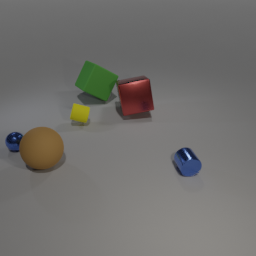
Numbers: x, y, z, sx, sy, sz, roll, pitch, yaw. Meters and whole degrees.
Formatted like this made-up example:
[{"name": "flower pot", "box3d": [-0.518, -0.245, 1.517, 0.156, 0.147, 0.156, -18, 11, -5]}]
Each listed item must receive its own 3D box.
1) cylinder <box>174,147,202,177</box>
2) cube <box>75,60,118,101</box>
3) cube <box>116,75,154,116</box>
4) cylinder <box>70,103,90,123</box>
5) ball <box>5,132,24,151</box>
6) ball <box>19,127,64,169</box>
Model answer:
[{"name": "cylinder", "box3d": [1.938, 1.102, 9.118, 0.700, 0.700, 0.700, -5, 29, -10]}, {"name": "cube", "box3d": [-1.588, -2.362, 13.996, 1.400, 1.400, 1.400, 22, 8, -33]}, {"name": "cube", "box3d": [0.296, -1.499, 12.708, 1.400, 1.400, 1.400, -12, 18, -3]}, {"name": "cylinder", "box3d": [-2.039, -0.626, 11.868, 0.700, 0.700, 0.700, 13, 26, -14]}, {"name": "ball", "box3d": [-4.121, 0.488, 10.256, 0.700, 0.700, 0.700, 0, 29, 0]}, {"name": "ball", "box3d": [-2.825, 0.655, 9.209, 1.400, 1.400, 1.400, 0, 29, 0]}]
